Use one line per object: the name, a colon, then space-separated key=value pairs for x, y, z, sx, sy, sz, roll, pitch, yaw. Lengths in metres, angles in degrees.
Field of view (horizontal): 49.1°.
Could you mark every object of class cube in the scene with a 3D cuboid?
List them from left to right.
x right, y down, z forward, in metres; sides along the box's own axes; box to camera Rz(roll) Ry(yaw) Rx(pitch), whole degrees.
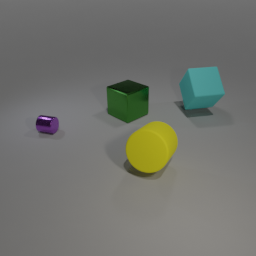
cube: x=-0.005 y=-1.270 z=12.945 sx=1.400 sy=1.400 sz=1.400 roll=-25 pitch=37 yaw=-37
cube: x=3.313 y=-1.794 z=12.746 sx=1.400 sy=1.400 sz=1.400 roll=-6 pitch=71 yaw=-10

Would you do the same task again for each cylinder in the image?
cylinder: x=-3.350 y=-0.156 z=11.655 sx=0.700 sy=0.700 sz=0.700 roll=8 pitch=30 yaw=13
cylinder: x=0.806 y=0.584 z=9.176 sx=1.400 sy=1.400 sz=1.400 roll=11 pitch=16 yaw=19
